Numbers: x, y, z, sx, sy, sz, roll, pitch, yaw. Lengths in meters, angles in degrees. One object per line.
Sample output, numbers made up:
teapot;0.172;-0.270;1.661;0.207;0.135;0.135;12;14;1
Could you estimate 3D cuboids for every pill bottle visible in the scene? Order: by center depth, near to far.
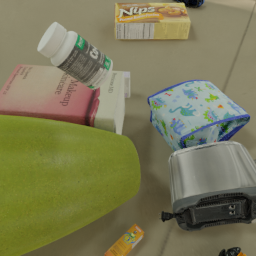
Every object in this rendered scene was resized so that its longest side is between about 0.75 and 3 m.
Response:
pill bottle;-0.747;-1.022;4.033;0.980;0.554;0.554;31;35;-34

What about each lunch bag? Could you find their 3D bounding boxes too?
lunch bag;1.774;-0.337;7.204;2.018;1.286;1.716;-27;52;-10

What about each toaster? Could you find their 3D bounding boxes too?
toaster;1.680;1.180;5.761;2.196;1.248;1.419;-12;42;10

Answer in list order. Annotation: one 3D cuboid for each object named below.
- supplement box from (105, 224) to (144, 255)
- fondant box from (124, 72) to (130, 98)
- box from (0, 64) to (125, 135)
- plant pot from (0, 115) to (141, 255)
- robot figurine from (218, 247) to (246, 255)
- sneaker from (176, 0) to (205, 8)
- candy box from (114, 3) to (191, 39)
supplement box;-0.061;2.271;5.457;0.281;0.290;0.844;37;54;26
fondant box;-0.473;-1.308;8.443;1.081;0.780;0.315;0;47;0
box;-1.563;-0.427;7.088;2.831;1.543;1.810;4;47;4
plant pot;-1.281;0.929;5.464;2.789;2.609;2.609;-5;46;-23
robot figurine;1.815;2.775;4.905;1.381;0.402;1.001;-30;54;-24
sneaker;2.609;-6.065;12.959;1.838;0.645;0.716;25;44;20
candy box;0.898;-4.292;11.198;2.878;0.796;1.661;-1;47;-1
